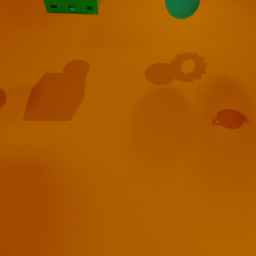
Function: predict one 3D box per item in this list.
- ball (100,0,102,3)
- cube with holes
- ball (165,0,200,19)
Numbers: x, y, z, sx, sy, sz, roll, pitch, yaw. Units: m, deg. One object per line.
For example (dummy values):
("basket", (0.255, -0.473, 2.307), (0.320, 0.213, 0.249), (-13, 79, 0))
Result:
("ball", (-1.143, -3.729, 7.910), (0.813, 0.813, 0.813), (0, 52, 0))
("cube with holes", (-1.345, -3.700, 6.699), (1.291, 1.291, 1.291), (2, 63, 0))
("ball", (1.512, -3.540, 7.783), (0.970, 0.970, 0.970), (0, 52, 0))
